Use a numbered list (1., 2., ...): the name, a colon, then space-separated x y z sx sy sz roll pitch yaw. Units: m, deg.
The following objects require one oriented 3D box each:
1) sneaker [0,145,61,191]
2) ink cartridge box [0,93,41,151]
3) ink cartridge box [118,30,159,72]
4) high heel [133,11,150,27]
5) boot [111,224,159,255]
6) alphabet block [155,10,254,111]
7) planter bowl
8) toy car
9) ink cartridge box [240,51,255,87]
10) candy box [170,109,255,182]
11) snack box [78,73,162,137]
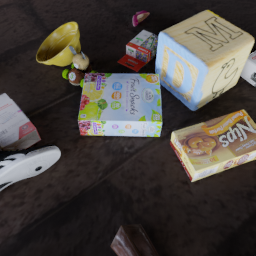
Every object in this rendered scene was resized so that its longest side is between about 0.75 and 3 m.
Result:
1. sneaker: -3.743 0.870 8.752 2.925 1.069 1.636 -26 59 -17
2. ink cartridge box: -4.177 -0.129 9.707 1.261 0.731 2.166 -34 62 -22
3. ink cartridge box: 0.570 -3.413 12.248 1.137 0.525 2.087 30 58 20
4. high heel: 0.636 -5.375 13.761 0.654 0.459 1.364 3 40 15
5. boot: 0.053 3.616 6.963 1.981 0.683 2.125 -23 59 -32
6. alphabet block: 2.707 -2.547 10.511 2.425 2.369 2.382 -32 62 -20
7. planter bowl: -2.673 -3.271 11.680 2.236 0.931 2.236 -21 46 24
8. toy car: -1.934 -2.490 11.019 1.167 1.420 1.120 29 59 20
9. ink cartridge box: 5.858 -2.131 11.052 1.653 0.933 2.252 -29 59 -20
10. candy box: 2.989 0.523 9.198 2.761 0.763 1.593 -16 55 -12
11. snack box: -0.237 -0.890 10.135 2.808 0.950 2.368 1 53 -1
